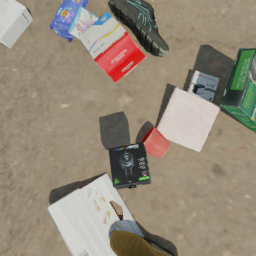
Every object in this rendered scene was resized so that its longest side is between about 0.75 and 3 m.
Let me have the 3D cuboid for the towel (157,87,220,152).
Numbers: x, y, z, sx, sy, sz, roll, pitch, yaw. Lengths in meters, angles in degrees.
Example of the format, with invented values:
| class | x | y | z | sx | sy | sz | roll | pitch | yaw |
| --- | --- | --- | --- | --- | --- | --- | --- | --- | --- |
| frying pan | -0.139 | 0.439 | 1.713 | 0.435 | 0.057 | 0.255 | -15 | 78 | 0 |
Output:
| class | x | y | z | sx | sy | sz | roll | pitch | yaw |
| --- | --- | --- | --- | --- | --- | --- | --- | --- | --- |
| towel | 2.012 | -0.273 | 9.488 | 1.672 | 0.282 | 1.750 | 23 | 103 | 2 |

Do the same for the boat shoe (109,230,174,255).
| class | x | y | z | sx | sy | sz | roll | pitch | yaw |
| --- | --- | --- | --- | --- | --- | --- | --- | --- | --- |
| boat shoe | 0.561 | 3.987 | 8.788 | 2.522 | 0.817 | 0.923 | 29 | 79 | 2 |

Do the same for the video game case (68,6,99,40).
| class | x | y | z | sx | sy | sz | roll | pitch | yaw |
| --- | --- | --- | --- | --- | --- | --- | --- | --- | --- |
| video game case | -1.286 | -3.476 | 9.974 | 1.474 | 0.131 | 1.055 | 26 | 81 | -29 |

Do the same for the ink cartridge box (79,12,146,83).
| class | x | y | z | sx | sy | sz | roll | pitch | yaw |
| --- | --- | --- | --- | --- | --- | --- | --- | --- | --- |
| ink cartridge box | -0.522 | -2.517 | 8.655 | 1.281 | 0.741 | 2.205 | -40 | 48 | 8 |

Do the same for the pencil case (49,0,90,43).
| class | x | y | z | sx | sy | sz | roll | pitch | yaw |
| --- | --- | --- | --- | --- | --- | --- | --- | --- | --- |
| pencil case | -1.930 | -4.321 | 10.094 | 1.009 | 0.907 | 2.324 | 20 | 81 | 20 |

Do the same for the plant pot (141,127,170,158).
| class | x | y | z | sx | sy | sz | roll | pitch | yaw |
| --- | --- | --- | --- | --- | --- | --- | --- | --- | --- |
| plant pot | 0.916 | 0.536 | 9.372 | 0.804 | 0.909 | 0.909 | 36 | 82 | -4 |

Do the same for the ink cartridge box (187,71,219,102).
| class | x | y | z | sx | sy | sz | roll | pitch | yaw |
| --- | --- | --- | --- | --- | --- | --- | --- | --- | --- |
| ink cartridge box | 2.549 | -1.255 | 9.794 | 0.884 | 0.510 | 1.219 | 19 | 83 | 4 |

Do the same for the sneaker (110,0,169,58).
| class | x | y | z | sx | sy | sz | roll | pitch | yaw |
| --- | --- | --- | --- | --- | --- | --- | --- | --- | --- |
| sneaker | 0.601 | -3.795 | 9.940 | 1.147 | 1.091 | 2.893 | -39 | 83 | -8 |

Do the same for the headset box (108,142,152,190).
| class | x | y | z | sx | sy | sz | roll | pitch | yaw |
| --- | --- | --- | --- | --- | --- | --- | --- | --- | --- |
| headset box | 0.050 | 1.014 | 7.166 | 0.946 | 0.504 | 1.087 | -11 | 69 | 8 |

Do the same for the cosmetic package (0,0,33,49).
| class | x | y | z | sx | sy | sz | roll | pitch | yaw |
| --- | --- | --- | --- | --- | --- | --- | --- | --- | --- |
| cosmetic package | -4.507 | -3.924 | 10.052 | 1.422 | 0.877 | 1.427 | 34 | 82 | 5 |

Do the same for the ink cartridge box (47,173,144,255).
| class | x | y | z | sx | sy | sz | roll | pitch | yaw |
| --- | --- | --- | --- | --- | --- | --- | --- | --- | --- |
| ink cartridge box | -1.044 | 3.090 | 9.094 | 2.187 | 0.549 | 2.520 | -28 | 81 | -27 |

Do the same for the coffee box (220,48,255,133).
| class | x | y | z | sx | sy | sz | roll | pitch | yaw |
| --- | --- | --- | --- | --- | --- | --- | --- | --- | --- |
| coffee box | 4.026 | -0.984 | 8.650 | 0.658 | 2.992 | 1.840 | 15 | 83 | 46 |
